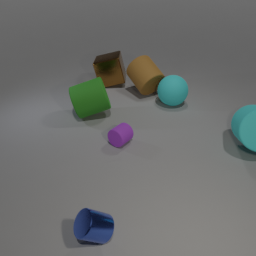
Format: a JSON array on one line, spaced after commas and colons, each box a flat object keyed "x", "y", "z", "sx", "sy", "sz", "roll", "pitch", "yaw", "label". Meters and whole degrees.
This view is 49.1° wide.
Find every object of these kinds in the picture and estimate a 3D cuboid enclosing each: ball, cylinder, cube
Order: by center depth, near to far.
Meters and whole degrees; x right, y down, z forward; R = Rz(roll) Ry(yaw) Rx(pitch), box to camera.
[{"x": -0.800, "y": 2.299, "z": 6.571, "sx": 0.700, "sy": 0.700, "sz": 0.700, "roll": 28, "pitch": 13, "yaw": -35, "label": "cylinder"}, {"x": 4.333, "y": -0.027, "z": 9.453, "sx": 1.400, "sy": 1.400, "sz": 1.400, "roll": 5, "pitch": 11, "yaw": 9, "label": "cylinder"}, {"x": -0.270, "y": 0.249, "z": 10.242, "sx": 0.700, "sy": 0.700, "sz": 0.700, "roll": 20, "pitch": 35, "yaw": 30, "label": "cylinder"}, {"x": -1.586, "y": -1.269, "z": 11.804, "sx": 1.400, "sy": 1.400, "sz": 1.400, "roll": -19, "pitch": 32, "yaw": 1, "label": "cylinder"}, {"x": 2.058, "y": -1.721, "z": 12.866, "sx": 1.400, "sy": 1.400, "sz": 1.400, "roll": 0, "pitch": 31, "yaw": 0, "label": "ball"}, {"x": 0.852, "y": -2.573, "z": 13.691, "sx": 1.400, "sy": 1.400, "sz": 1.400, "roll": -20, "pitch": 64, "yaw": -30, "label": "cylinder"}, {"x": -0.952, "y": -3.151, "z": 15.017, "sx": 1.400, "sy": 1.400, "sz": 1.400, "roll": -11, "pitch": 30, "yaw": 9, "label": "cube"}]
